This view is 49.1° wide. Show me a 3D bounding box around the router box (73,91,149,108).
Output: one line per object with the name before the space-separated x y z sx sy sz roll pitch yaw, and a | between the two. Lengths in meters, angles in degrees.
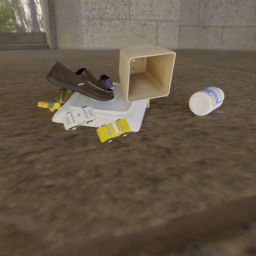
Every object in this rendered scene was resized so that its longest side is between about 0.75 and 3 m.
router box | -0.740 -1.259 11.466 2.069 0.687 2.631 -14 24 -35

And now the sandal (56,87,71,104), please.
sandal | -2.145 -1.358 9.778 0.473 1.177 0.318 15 -14 13

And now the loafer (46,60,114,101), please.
loafer | -1.327 -1.437 8.641 2.246 0.801 0.820 16 10 -34

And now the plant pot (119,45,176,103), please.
plant pot | 0.461 -2.022 9.496 1.602 1.604 1.420 -12 42 -20

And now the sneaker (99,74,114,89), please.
sneaker | -0.822 -1.681 9.942 0.445 0.514 1.174 -22 24 -18

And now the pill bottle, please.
pill bottle | 2.993 -1.055 10.436 0.871 0.871 1.555 14 24 34

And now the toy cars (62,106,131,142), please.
toy cars | -0.809 -0.139 7.291 1.834 0.822 0.406 19 -19 -3

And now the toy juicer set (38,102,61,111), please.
toy juicer set | -3.037 -0.814 10.695 0.796 0.340 1.251 2 5 -21

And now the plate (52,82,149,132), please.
plate | -0.791 -0.983 9.911 2.923 0.473 2.929 6 34 11
